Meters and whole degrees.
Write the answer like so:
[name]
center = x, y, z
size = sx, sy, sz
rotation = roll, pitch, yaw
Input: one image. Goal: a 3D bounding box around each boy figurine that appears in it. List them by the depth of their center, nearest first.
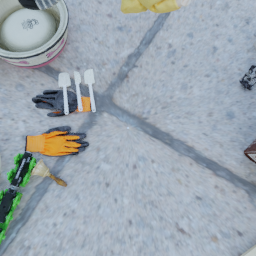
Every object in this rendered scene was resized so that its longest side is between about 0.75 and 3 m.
[boy figurine]
center = 0.662, -3.351, 6.311
size = 1.785, 2.871, 0.925
rotation = 42, 71, -11

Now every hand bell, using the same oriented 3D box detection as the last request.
[hand bell]
center = -2.182, 1.378, 7.999
size = 1.028, 0.535, 0.535
rotation = 32, 74, -2

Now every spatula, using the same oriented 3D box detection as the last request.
[spatula]
center = -1.593, -1.150, 8.850
size = 1.154, 0.133, 1.660
rotation = -6, 63, -8

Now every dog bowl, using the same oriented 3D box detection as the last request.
[dog bowl]
center = -3.272, -3.232, 9.148
size = 2.859, 1.054, 2.859
rotation = 0, 71, 0

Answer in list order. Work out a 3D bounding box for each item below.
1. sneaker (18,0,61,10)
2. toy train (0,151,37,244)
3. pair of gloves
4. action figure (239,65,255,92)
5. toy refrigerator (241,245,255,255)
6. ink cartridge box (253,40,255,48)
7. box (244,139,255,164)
[sneaker]
center = -1.642, -3.513, 6.884
size = 2.064, 0.774, 1.192
rotation = -11, 27, 17
[toy train]
center = -3.221, 2.049, 7.510
size = 0.621, 0.840, 2.978
rotation = 20, 72, -6
[pair of gloves]
center = -2.093, -0.184, 8.555
size = 1.928, 0.268, 2.164
rotation = 3, 71, 1
[action figure]
center = 3.921, -1.591, 8.913
size = 0.561, 0.481, 0.943
rotation = 34, 73, -1
[toy refrigerator]
center = 3.272, 3.397, 7.332
size = 0.995, 0.348, 0.378
rotation = -31, 67, -10
[ink cartridge box]
center = 5.225, -2.288, 8.923
size = 1.502, 0.865, 2.058
rotation = -15, 72, -5
[box]
center = 4.968, 0.310, 6.882
size = 2.416, 2.441, 2.942
rotation = 42, 94, 12
